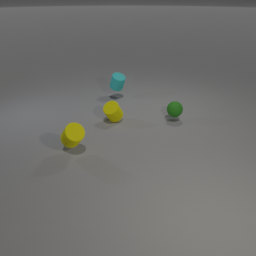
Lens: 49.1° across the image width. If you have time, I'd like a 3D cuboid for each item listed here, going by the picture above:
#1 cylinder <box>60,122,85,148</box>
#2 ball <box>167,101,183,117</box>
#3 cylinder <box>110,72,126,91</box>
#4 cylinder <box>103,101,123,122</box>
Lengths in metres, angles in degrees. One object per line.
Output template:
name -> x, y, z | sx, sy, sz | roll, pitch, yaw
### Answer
cylinder -> -1.927, 0.255, 9.733 | 0.700, 0.700, 0.700 | 11, 63, -22
ball -> 2.053, -0.824, 12.286 | 0.700, 0.700, 0.700 | 0, 27, 0
cylinder -> -0.537, -2.371, 14.388 | 0.700, 0.700, 0.700 | 10, 43, -10
cylinder -> -0.642, -0.714, 12.181 | 0.700, 0.700, 0.700 | -9, 59, 16
